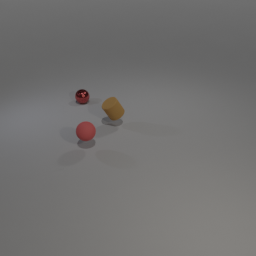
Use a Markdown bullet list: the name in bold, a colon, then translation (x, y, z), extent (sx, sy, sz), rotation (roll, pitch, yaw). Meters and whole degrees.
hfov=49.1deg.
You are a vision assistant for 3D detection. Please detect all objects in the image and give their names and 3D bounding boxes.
- **cylinder**: translation (-0.599, -0.779, 11.340), extent (0.700, 0.700, 0.700), rotation (-21, 40, 19)
- **ball**: translation (-1.487, 0.115, 9.883), extent (0.700, 0.700, 0.700), rotation (0, 29, 0)
- **ball**: translation (-2.212, -1.530, 13.567), extent (0.700, 0.700, 0.700), rotation (0, 29, 0)
